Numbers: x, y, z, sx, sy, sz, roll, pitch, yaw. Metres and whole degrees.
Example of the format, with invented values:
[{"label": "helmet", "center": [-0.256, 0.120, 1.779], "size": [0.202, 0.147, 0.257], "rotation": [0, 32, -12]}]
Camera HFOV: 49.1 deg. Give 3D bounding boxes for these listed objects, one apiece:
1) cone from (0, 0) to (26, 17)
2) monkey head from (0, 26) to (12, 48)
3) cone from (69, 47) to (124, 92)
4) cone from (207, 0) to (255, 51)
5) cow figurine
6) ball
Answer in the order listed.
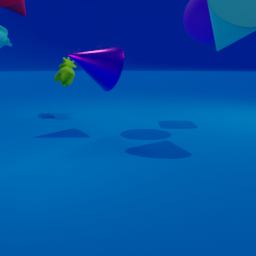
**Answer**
[{"label": "cone", "center": [-4.049, -4.467, 10.329], "size": [1.006, 1.006, 1.010], "rotation": [4, -21, 16]}, {"label": "monkey head", "center": [-4.009, -2.699, 8.603], "size": [1.150, 0.693, 0.827], "rotation": [5, -16, 7]}, {"label": "cone", "center": [-0.996, -1.783, 7.618], "size": [1.301, 1.296, 1.296], "rotation": [12, 5, -31]}, {"label": "cone", "center": [2.281, -2.246, 6.384], "size": [1.390, 1.390, 1.396], "rotation": [-1, -27, -5]}, {"label": "cow figurine", "center": [-2.324, -2.173, 10.696], "size": [0.648, 1.162, 1.181], "rotation": [33, -11, -33]}, {"label": "ball", "center": [2.166, -2.964, 7.471], "size": [1.345, 1.345, 1.345], "rotation": [0, 13, 0]}]
